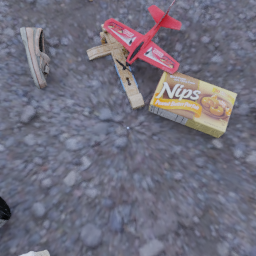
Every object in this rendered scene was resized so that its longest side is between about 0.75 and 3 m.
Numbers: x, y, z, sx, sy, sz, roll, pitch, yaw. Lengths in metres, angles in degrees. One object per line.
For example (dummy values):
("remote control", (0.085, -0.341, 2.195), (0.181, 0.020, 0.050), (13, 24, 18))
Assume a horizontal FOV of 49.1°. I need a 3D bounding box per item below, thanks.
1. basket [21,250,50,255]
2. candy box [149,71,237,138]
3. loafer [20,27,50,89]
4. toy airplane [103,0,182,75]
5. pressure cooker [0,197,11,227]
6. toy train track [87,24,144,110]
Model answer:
("basket", (-2.119, 3.397, 5.175), (1.691, 1.372, 1.706), (-22, 71, -8))
("candy box", (1.602, -0.639, 7.039), (1.909, 0.528, 1.102), (22, 72, 8))
("loafer", (-2.380, -1.947, 7.458), (0.610, 0.698, 1.941), (-17, 69, -13))
("toy airplane", (0.522, -2.400, 7.310), (2.273, 0.418, 2.273), (0, 82, 1))
("pressure cooker", (-3.279, 1.898, 5.832), (1.112, 1.130, 1.265), (43, 75, 10))
("toy train track", (-0.175, -1.795, 7.498), (1.567, 0.444, 2.732), (-18, 72, -6))
